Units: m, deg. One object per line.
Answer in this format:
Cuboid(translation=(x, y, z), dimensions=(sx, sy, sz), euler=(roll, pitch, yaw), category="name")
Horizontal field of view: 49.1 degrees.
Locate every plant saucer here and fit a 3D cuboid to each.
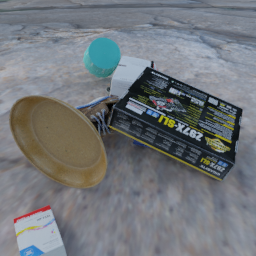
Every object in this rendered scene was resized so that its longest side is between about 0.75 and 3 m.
Cuboid(translation=(-1.351, 0.259, 5.690), dimensions=(2.284, 2.284, 0.404), euler=(13, 38, 20), category="plant saucer")

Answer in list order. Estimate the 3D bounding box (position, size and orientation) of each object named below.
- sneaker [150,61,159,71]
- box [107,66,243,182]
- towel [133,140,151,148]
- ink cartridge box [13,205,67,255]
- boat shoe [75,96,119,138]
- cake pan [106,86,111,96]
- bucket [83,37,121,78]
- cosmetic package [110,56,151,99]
Cuboid(translation=(1.134, -2.309, 11.407), dimensions=(0.443, 0.827, 0.276), euler=(2, -14, -36), category="sneaker")
Cuboid(translation=(1.322, -0.277, 7.149), dimensions=(2.980, 0.735, 2.380), euler=(25, 43, 7), category="box")
Cuboid(translation=(0.713, 0.171, 7.918), dimensions=(0.905, 0.147, 1.232), euler=(11, 35, 14), category="towel")
Cuboid(translation=(-1.580, 1.831, 4.911), dimensions=(0.674, 0.390, 1.160), euler=(-18, 38, -21), category="ink cartridge box")
Cuboid(translation=(-0.864, -0.217, 7.392), dimensions=(1.023, 1.021, 2.825), euler=(-5, 26, 33), category="boat shoe")
Cuboid(translation=(-0.414, -1.358, 10.355), dimensions=(0.821, 0.151, 0.821), euler=(3, 33, -2), category="cake pan")
Cuboid(translation=(-1.033, -2.858, 11.306), dimensions=(1.502, 1.502, 0.977), euler=(-11, -2, -18), category="bucket")
Cuboid(translation=(0.136, -1.752, 10.099), dimensions=(1.219, 0.888, 2.398), euler=(10, 31, 0), category="cosmetic package")
